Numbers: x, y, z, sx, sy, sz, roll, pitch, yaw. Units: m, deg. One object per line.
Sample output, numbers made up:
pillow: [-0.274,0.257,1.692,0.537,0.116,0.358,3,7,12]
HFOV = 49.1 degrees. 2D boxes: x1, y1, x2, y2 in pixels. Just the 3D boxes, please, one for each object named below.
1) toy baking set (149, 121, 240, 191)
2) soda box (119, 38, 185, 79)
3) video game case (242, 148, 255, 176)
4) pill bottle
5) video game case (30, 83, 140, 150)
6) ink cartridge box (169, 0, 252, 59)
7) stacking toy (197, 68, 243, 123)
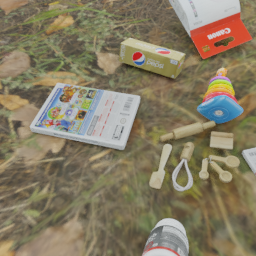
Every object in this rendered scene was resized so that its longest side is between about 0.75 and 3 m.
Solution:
toy baking set: [1.733,0.700,7.588,2.636,0.307,2.023,-13,46,0]
soda box: [0.846,-2.568,10.200,2.277,0.729,0.771,22,39,17]
video game case: [4.107,1.253,7.400,1.374,0.173,1.918,-11,50,-9]
pill bottle: [0.758,2.439,5.534,0.852,0.852,1.471,14,10,12]
video game case: [-1.256,-0.459,8.713,2.897,0.261,2.074,11,52,10]
ink cartridge box: [3.318,-4.494,10.940,2.413,0.847,2.969,-23,74,-10]
stacking toy: [2.827,-1.176,8.551,1.016,1.074,1.851,31,55,-23]
